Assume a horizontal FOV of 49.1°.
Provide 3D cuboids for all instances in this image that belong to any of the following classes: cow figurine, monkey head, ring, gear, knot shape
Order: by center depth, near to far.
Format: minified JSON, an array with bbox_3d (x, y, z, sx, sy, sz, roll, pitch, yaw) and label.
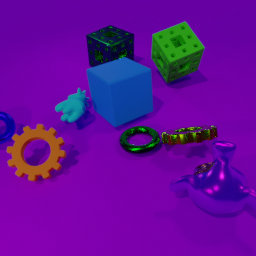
[{"bbox_3d":[1.876,1.050,5.791,1.905,1.370,1.148,10,31,20],"label":"monkey head"},{"bbox_3d":[-2.193,0.589,6.755,1.342,0.248,1.342,1,73,-2],"label":"gear"},{"bbox_3d":[1.570,0.168,7.227,1.407,0.260,1.407,-9,5,1],"label":"gear"},{"bbox_3d":[-3.783,-0.026,7.405,1.517,0.749,1.621,1,14,-22],"label":"knot shape"},{"bbox_3d":[0.317,0.305,7.608,1.121,0.224,1.121,-4,35,3],"label":"ring"},{"bbox_3d":[-1.519,-0.683,8.279,1.195,0.667,1.214,-38,26,-25],"label":"cow figurine"}]

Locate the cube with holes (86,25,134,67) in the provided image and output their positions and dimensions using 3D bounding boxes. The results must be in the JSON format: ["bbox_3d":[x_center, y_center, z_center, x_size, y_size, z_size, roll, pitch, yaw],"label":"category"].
[{"bbox_3d":[-0.640,-2.914,10.505,1.242,1.242,1.242,31,51,30],"label":"cube with holes"}]

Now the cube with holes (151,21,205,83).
[{"bbox_3d":[1.599,-2.488,9.322,1.203,1.203,1.203,-24,68,-8],"label":"cube with holes"}]

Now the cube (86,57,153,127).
[{"bbox_3d":[-0.223,-1.095,8.237,1.376,1.376,1.376,-24,37,-24],"label":"cube"}]
